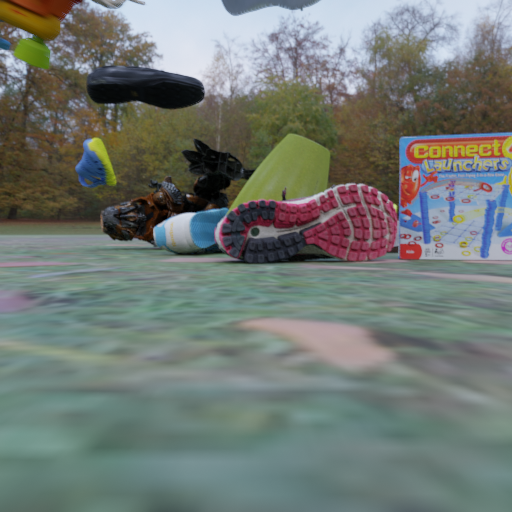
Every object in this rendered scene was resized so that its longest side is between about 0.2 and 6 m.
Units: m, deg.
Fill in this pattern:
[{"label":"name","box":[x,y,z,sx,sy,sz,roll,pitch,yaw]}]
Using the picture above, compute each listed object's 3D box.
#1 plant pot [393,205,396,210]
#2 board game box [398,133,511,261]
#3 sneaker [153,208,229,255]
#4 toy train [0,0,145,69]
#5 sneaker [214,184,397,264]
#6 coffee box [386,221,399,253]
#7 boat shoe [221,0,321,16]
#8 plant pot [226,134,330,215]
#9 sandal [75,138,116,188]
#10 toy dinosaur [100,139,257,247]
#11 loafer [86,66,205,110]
[{"label":"plant pot","box":[2.499,-0.612,11.918,0.953,0.865,0.948,0,12,16]},{"label":"board game box","box":[2.824,-0.781,7.652,1.712,1.676,0.478,0,3,14]},{"label":"sneaker","box":[-0.966,-0.408,9.676,0.837,0.793,2.073,-7,-4,21]},{"label":"toy train","box":[-2.728,-3.073,7.304,2.386,1.381,1.010,26,18,7]},{"label":"sneaker","box":[0.677,-0.412,7.294,2.473,0.997,0.923,-1,1,-14]},{"label":"coffee box","box":[1.831,-0.350,10.161,1.472,0.587,0.842,0,3,-8]},{"label":"boat shoe","box":[0.481,-3.779,7.618,0.991,0.859,2.326,-31,25,-25]},{"label":"plant pot","box":[0.567,-1.137,9.617,1.602,1.712,1.602,25,3,-2]},{"label":"sandal","box":[-3.180,-1.729,10.927,0.706,0.644,1.621,-15,-16,-11]},{"label":"toy dinosaur","box":[-1.140,-1.013,12.113,4.162,2.126,2.825,-24,-6,-22]},{"label":"loafer","box":[-1.942,-3.064,9.939,2.056,0.722,0.698,1,-37,-7]}]
